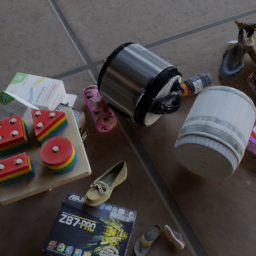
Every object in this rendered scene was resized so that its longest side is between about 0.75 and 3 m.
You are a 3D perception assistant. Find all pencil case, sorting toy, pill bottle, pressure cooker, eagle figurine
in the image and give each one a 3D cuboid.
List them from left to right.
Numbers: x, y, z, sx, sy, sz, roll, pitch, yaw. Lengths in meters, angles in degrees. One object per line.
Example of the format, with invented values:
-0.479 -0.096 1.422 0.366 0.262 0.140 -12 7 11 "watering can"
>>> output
-2.688 0.505 8.199 2.570 0.900 2.586 -19 54 -8 "sorting toy"
-1.146 -0.790 10.937 0.802 0.838 1.937 -32 59 9 "pencil case"
0.602 -1.450 10.241 2.852 2.548 2.508 36 69 17 "pressure cooker"
2.777 -1.797 11.660 1.308 0.695 0.695 -25 60 -15 "pill bottle"
5.226 -3.303 12.284 2.130 2.118 2.807 -3 83 46 "eagle figurine"

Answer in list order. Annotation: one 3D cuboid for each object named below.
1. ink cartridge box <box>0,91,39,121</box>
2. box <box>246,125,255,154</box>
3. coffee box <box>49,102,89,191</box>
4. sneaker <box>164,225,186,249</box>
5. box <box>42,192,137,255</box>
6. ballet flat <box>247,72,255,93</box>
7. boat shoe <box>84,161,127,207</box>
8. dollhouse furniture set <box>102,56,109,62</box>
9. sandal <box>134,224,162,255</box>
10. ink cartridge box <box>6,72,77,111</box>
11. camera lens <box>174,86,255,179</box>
-4.229 -0.161 10.045 1.385 0.798 1.898 29 92 19 "ink cartridge box"
5.836 0.698 10.092 2.788 0.545 1.907 40 65 23 "box"
-2.498 0.607 9.608 1.031 1.460 2.583 22 59 16 "coffee box"
1.446 3.314 8.583 0.337 0.317 0.822 -16 55 -42 "sneaker"
-1.091 3.158 8.459 2.335 0.573 1.882 14 55 10 "box"
5.571 -1.648 11.604 0.601 0.619 1.739 -18 59 -6 "ballet flat"
-0.687 1.747 9.026 0.699 0.603 1.917 27 40 29 "boat shoe"
-0.679 -2.786 12.265 0.753 0.716 0.613 53 35 -12 "dollhouse furniture set"
0.607 3.375 8.465 1.170 0.319 0.478 -39 65 -23 "sandal"
-3.482 -1.263 11.211 2.493 0.839 1.460 11 57 7 "ink cartridge box"
2.996 0.087 9.543 2.151 2.151 2.689 23 60 15 "camera lens"
